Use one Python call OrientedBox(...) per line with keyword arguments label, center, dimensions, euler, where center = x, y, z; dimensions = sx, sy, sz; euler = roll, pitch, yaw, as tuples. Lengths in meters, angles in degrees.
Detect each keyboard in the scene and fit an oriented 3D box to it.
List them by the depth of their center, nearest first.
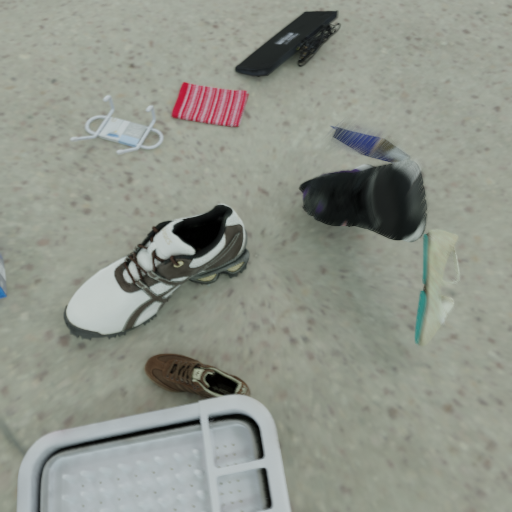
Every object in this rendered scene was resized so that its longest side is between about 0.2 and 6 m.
OrientedBox(label="keyboard", center=(0.947, -5.138, 13.898), dimensions=(1.567, 0.596, 3.010), euler=(22, 58, 40))

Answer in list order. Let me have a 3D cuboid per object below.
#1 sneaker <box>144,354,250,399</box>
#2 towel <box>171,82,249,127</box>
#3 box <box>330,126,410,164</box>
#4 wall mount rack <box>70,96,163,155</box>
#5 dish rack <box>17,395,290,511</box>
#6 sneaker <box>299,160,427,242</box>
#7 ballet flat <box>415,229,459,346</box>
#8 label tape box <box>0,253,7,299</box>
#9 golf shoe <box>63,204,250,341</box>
OrientedBox(label="sneaker", center=(-0.959, 1.920, 9.082), dimensions=(1.857, 0.701, 0.654), euler=(15, 58, 9))
OrientedBox(label="towel", center=(-1.064, -3.496, 12.900), dimensions=(1.604, 0.180, 1.160), euler=(10, 58, 6))
OrientedBox(label="box", center=(1.969, -1.971, 10.001), dimensions=(1.393, 0.844, 0.226), euler=(33, 100, 50))
OrientedBox(label="wall mount rack", center=(-3.028, -2.689, 12.072), dimensions=(1.852, 0.691, 1.609), euler=(16, 59, 11))
OrientedBox(label="dish rack", center=(-1.316, 3.733, 7.498), dimensions=(3.672, 0.800, 3.152), euler=(-12, 64, 3))
OrientedBox(label="sneaker", center=(1.655, -0.861, 9.597), dimensions=(1.535, 3.506, 1.328), euler=(-8, 98, -7))
OrientedBox(label="ballet flat", center=(2.888, 0.531, 8.863), dimensions=(0.591, 0.640, 1.896), euler=(5, 94, 12))
OrientedBox(label="label tape box", center=(-5.184, 0.251, 10.327), dimensions=(0.955, 0.419, 1.324), euler=(-16, 58, -10))
OrientedBox(label="golf shoe", center=(-1.794, 0.119, 9.696), dimensions=(3.539, 1.672, 1.376), euler=(-30, 63, -16))
